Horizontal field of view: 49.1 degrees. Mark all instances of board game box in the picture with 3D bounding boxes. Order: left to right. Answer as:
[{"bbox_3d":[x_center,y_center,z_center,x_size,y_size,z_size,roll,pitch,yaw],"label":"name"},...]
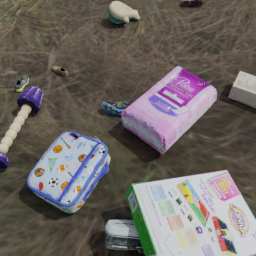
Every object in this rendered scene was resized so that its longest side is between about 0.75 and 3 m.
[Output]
[{"bbox_3d":[1.702,2.301,6.890,2.994,0.604,2.291,-3,51,-23],"label":"board game box"}]

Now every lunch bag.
[{"bbox_3d":[-1.581,1.164,8.027,1.808,0.853,2.256,21,60,21],"label":"lunch bag"}]

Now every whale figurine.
[{"bbox_3d":[-0.229,-5.317,13.178,1.548,0.803,1.231,-3,64,-31],"label":"whale figurine"}]

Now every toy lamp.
[{"bbox_3d":[-3.610,-0.156,9.122,0.867,0.867,2.978,11,53,8],"label":"toy lamp"}]

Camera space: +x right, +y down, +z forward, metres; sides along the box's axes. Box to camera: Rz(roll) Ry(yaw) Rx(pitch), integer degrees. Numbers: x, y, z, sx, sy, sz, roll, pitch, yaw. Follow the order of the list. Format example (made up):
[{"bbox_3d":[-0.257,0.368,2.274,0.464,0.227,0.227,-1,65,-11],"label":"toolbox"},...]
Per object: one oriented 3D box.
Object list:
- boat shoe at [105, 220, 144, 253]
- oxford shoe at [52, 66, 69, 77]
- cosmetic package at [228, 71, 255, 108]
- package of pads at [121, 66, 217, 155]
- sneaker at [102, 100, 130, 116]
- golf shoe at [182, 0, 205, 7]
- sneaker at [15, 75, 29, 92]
[{"bbox_3d":[0.338,2.759,7.037,1.966,0.709,0.697,12,96,-12],"label":"boat shoe"},{"bbox_3d":[-2.694,-2.326,11.093,0.801,0.300,0.282,25,57,18],"label":"oxford shoe"},{"bbox_3d":[4.683,-1.258,10.066,1.808,0.661,0.936,25,57,19],"label":"cosmetic package"},{"bbox_3d":[1.407,-0.645,9.309,1.793,1.126,2.976,38,61,23],"label":"package of pads"},{"bbox_3d":[-0.296,-0.726,9.827,1.238,0.439,0.513,11,52,0],"label":"sneaker"},{"bbox_3d":[3.283,-6.410,14.110,1.121,0.407,0.516,4,53,3],"label":"golf shoe"},{"bbox_3d":[-4.032,-1.753,10.640,0.303,0.332,0.820,8,53,6],"label":"sneaker"}]
